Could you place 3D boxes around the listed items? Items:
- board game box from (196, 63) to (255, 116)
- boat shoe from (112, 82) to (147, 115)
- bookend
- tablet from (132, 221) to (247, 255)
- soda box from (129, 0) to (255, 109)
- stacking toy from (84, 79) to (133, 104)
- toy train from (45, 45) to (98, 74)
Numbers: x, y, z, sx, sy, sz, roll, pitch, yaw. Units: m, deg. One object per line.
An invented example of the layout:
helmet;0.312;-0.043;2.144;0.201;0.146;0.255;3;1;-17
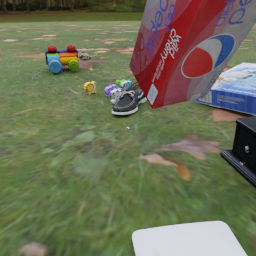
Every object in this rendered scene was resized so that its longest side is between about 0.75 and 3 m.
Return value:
board game box;4.124;-1.272;8.648;2.871;0.626;2.885;-26;30;-33
boat shoe;0.096;-0.948;8.576;0.751;0.613;2.032;12;27;24
bookend;2.576;0.081;4.859;0.856;1.858;1.846;-6;26;-13
tablet;0.899;1.854;3.042;1.412;0.148;2.170;-4;25;-8
soda box;0.876;-1.458;3.123;1.006;2.872;0.911;-14;63;-21
stacking toy;-0.308;-1.413;9.789;1.991;0.468;1.501;-21;32;-39
toy train;-2.507;-3.122;12.983;2.491;1.055;1.442;-7;36;-15
